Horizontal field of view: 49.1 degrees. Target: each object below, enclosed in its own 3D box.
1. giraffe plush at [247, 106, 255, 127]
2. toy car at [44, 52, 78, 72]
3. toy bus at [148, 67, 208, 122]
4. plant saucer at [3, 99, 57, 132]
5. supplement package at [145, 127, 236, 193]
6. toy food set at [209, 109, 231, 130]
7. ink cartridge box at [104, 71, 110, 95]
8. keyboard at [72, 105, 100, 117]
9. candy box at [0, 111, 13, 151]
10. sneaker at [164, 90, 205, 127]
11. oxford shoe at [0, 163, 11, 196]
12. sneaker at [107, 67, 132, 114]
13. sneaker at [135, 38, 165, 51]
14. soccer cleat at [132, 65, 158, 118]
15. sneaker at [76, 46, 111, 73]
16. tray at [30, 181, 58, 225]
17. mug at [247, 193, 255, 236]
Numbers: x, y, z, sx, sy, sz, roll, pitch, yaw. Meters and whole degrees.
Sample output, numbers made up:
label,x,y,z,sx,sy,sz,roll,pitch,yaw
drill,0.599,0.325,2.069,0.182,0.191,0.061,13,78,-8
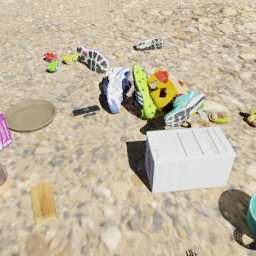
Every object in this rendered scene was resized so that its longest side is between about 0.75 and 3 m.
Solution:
label,x,y,z,sx,sy,sz,roll,pitch,yaw
giraffe plush,5.179,-0.485,10.535,0.868,1.071,0.924,17,17,-33
toy car,-3.623,-3.274,14.234,1.871,0.417,1.761,6,40,8
toy bus,1.658,-1.028,10.657,2.435,1.334,2.581,42,23,-6
plant saucer,-3.758,-0.464,10.830,2.022,0.298,2.022,0,38,0
supplement package,1.727,0.910,8.278,2.262,1.322,1.327,-4,37,-6
toy food set,3.566,-0.439,10.834,0.834,0.243,1.208,10,40,13
ink cartridge box,-0.583,-2.027,12.586,0.891,0.503,1.216,2,40,2
keyboard,-1.633,-0.641,11.200,1.102,0.114,0.700,-16,35,-17
candy box,-4.741,0.429,8.898,0.589,1.317,1.932,20,44,24
sneaker,1.736,-0.640,9.051,0.706,0.687,1.773,35,57,30
oxford shoe,-4.566,1.786,7.462,0.971,0.993,2.724,29,47,31
sneaker,-0.317,-1.602,11.322,0.956,0.816,2.169,-3,64,8
sneaker,1.266,-4.894,16.072,1.759,0.677,0.747,-8,35,-10
soccer cleat,0.454,-1.298,10.446,0.819,2.022,0.683,-8,14,46
sneaker,-1.628,-3.641,14.275,1.072,1.036,2.569,-18,43,-35
tray,-2.345,2.046,7.770,0.590,0.221,1.195,-13,41,-15
mug,3.479,2.294,6.852,1.475,0.912,1.212,-26,44,-13
